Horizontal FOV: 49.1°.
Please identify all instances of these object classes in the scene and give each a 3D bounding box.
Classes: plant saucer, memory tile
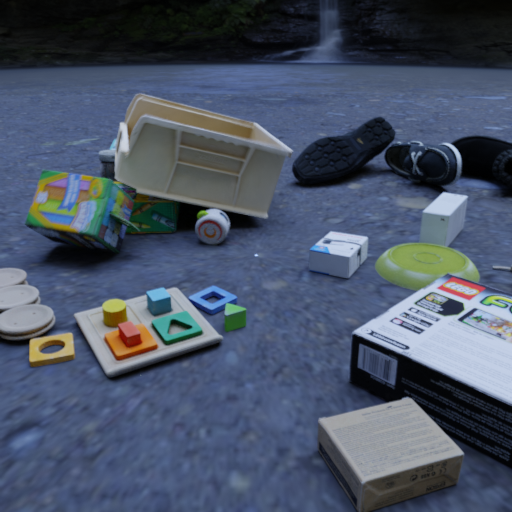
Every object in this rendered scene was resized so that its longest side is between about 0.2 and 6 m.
[{"bbox_3d":[2.827,0.133,9.272,1.672,0.260,1.672,-1,24,0],"label":"plant saucer"},{"bbox_3d":[-4.397,0.925,7.468,2.970,0.249,2.276,-16,28,-32],"label":"memory tile"}]

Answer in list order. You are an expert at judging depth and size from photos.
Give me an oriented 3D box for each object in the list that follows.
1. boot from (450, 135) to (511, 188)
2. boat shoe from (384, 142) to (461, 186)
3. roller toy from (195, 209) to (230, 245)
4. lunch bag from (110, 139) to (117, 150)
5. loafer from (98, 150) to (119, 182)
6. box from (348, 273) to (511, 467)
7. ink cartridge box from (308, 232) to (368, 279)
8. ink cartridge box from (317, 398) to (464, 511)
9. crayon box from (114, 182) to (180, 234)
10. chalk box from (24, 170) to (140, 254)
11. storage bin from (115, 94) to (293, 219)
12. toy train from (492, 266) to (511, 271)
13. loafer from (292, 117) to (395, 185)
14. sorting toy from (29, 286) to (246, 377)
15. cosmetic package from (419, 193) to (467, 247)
[{"bbox_3d":[5.925,-2.226,13.711,2.714,1.021,2.029,11,26,23],"label":"boot"},{"bbox_3d":[4.102,-2.313,14.018,0.868,1.088,2.878,-3,12,-9],"label":"boat shoe"},{"bbox_3d":[-0.801,-0.538,10.376,0.590,0.647,0.452,11,29,3],"label":"roller toy"},{"bbox_3d":[-2.809,-2.710,15.081,2.151,0.829,1.725,-2,24,-4],"label":"lunch bag"},{"bbox_3d":[-2.386,-2.131,13.822,2.878,0.905,1.035,-1,17,-15],"label":"loafer"},{"bbox_3d":[3.257,1.410,5.749,2.234,0.705,4.060,-21,31,-40],"label":"box"},{"bbox_3d":[1.397,-0.035,9.443,0.707,0.412,0.977,11,25,26],"label":"ink cartridge box"},{"bbox_3d":[1.216,1.817,5.217,1.050,0.395,0.865,-8,24,-17],"label":"ink cartridge box"},{"bbox_3d":[-2.757,-0.994,11.271,2.338,0.681,1.389,-1,23,-4],"label":"crayon box"},{"bbox_3d":[-2.849,-0.733,9.701,1.706,1.058,1.065,9,-14,12],"label":"chalk box"},{"bbox_3d":[-1.293,-2.210,11.810,3.117,1.471,3.140,11,20,-18],"label":"storage bin"},{"bbox_3d":[4.957,-0.165,8.602,2.290,1.325,0.969,11,25,24],"label":"toy train"},{"bbox_3d":[2.256,-2.586,14.639,3.359,1.179,1.141,-29,76,-28],"label":"loafer"},{"bbox_3d":[-1.475,0.858,7.394,2.937,0.400,1.653,-14,28,-28],"label":"sorting toy"},{"bbox_3d":[3.534,-0.666,10.549,0.493,0.701,1.383,14,26,29],"label":"cosmetic package"}]
